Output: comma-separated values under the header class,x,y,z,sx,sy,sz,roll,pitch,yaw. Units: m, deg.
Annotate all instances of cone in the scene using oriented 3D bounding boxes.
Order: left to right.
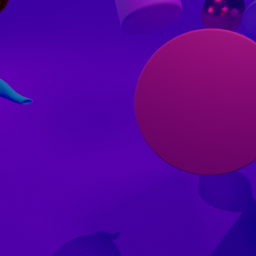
class,x,y,z,sx,sy,sz,roll,pitch,yaw
cone,1.106,-0.374,3.759,1.593,1.593,1.599,14,15,19

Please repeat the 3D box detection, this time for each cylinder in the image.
class,x,y,z,sx,sy,sz,roll,pitch,yaw
cylinder,0.246,-2.000,4.114,0.916,0.916,0.916,-13,-4,-1

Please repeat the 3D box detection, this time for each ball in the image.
class,x,y,z,sx,sy,sz,roll,pitch,yaw
ball,2.811,-3.403,8.295,1.269,1.269,1.269,0,35,0
ball,3.486,-2.714,7.090,1.141,1.141,1.141,0,35,0

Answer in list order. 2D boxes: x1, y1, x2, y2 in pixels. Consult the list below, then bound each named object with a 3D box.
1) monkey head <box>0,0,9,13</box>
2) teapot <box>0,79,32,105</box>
class,x,y,z,sx,sy,sz,roll,pitch,yaw
monkey head,-0.856,-1.358,2.130,0.743,1.033,0.622,16,5,-20
teapot,-1.912,-0.383,3.108,0.868,1.102,1.773,42,26,18
